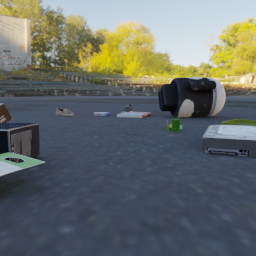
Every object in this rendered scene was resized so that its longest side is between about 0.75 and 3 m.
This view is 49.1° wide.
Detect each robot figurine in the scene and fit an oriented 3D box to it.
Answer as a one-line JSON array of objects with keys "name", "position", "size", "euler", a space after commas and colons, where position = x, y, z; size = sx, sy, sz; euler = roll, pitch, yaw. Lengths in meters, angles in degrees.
[{"name": "robot figurine", "position": [2.932, -1.437, 12.844], "size": [2.970, 1.853, 2.232], "euler": [-2, 22, -8]}]

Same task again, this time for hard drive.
[{"name": "hard drive", "position": [2.498, 0.234, 6.362], "size": [1.439, 0.390, 2.060], "euler": [3, 9, 21]}]

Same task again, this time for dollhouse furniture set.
[{"name": "dollhouse furniture set", "position": [1.483, -0.132, 8.898], "size": [0.510, 0.394, 1.021], "euler": [2, 8, 9]}]

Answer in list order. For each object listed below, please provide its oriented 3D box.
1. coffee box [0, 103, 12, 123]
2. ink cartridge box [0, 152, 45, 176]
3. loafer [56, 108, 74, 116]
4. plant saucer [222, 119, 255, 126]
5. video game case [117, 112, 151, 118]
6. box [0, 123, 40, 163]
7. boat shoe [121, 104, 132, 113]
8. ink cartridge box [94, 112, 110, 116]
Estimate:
[{"name": "coffee box", "position": [-4.548, -0.345, 8.724], "size": [1.484, 0.592, 0.849], "euler": [4, 36, 27]}, {"name": "ink cartridge box", "position": [-1.905, 0.649, 3.564], "size": [0.996, 0.328, 1.368], "euler": [6, 10, 39]}, {"name": "loafer", "position": [-3.087, -0.773, 13.534], "size": [1.168, 0.367, 0.420], "euler": [6, 10, 36]}, {"name": "plant saucer", "position": [3.721, -0.048, 8.669], "size": [1.214, 0.291, 1.216], "euler": [8, 11, 44]}, {"name": "video game case", "position": [0.324, -0.642, 13.424], "size": [1.172, 0.143, 1.639], "euler": [3, 9, 20]}, {"name": "box", "position": [-2.324, 0.269, 5.002], "size": [1.094, 0.678, 1.075], "euler": [1, 8, 8]}, {"name": "boat shoe", "position": [-0.070, -1.046, 15.230], "size": [0.503, 0.434, 1.384], "euler": [2, 8, 14]}, {"name": "ink cartridge box", "position": [-1.262, -0.682, 13.657], "size": [0.782, 0.164, 0.467], "euler": [-3, 8, -1]}]
